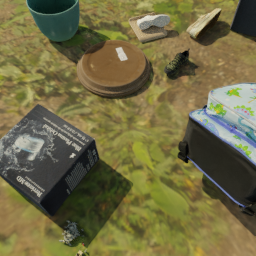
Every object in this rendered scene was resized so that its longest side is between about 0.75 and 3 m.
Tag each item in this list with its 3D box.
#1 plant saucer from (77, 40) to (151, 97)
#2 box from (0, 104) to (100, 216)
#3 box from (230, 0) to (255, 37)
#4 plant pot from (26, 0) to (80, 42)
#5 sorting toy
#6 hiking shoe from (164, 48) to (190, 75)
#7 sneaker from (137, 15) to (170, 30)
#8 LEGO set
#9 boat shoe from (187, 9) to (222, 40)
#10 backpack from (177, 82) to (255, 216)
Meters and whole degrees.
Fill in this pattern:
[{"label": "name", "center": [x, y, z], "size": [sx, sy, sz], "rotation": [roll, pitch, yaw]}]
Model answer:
[{"label": "plant saucer", "center": [-0.480, -2.085, 9.277], "size": [2.490, 0.367, 2.490], "rotation": [0, 57, 0]}, {"label": "box", "center": [-2.089, 0.758, 7.048], "size": [1.931, 1.153, 1.964], "rotation": [30, 64, 18]}, {"label": "box", "center": [4.923, -5.008, 10.061], "size": [1.464, 2.077, 2.807], "rotation": [19, 59, 12]}, {"label": "plant pot", "center": [-2.482, -3.908, 9.788], "size": [1.730, 1.389, 1.730], "rotation": [0, 58, 0]}, {"label": "sorting toy", "center": [0.730, -3.706, 10.380], "size": [1.107, 0.218, 1.196], "rotation": [-18, 64, -11]}, {"label": "hiking shoe", "center": [1.598, -2.218, 9.222], "size": [0.429, 0.570, 1.133], "rotation": [39, 66, 21]}, {"label": "sneaker", "center": [0.912, -3.954, 10.224], "size": [1.199, 0.451, 0.530], "rotation": [-11, 46, -6]}, {"label": "LEGO set", "center": [-1.253, 2.530, 6.473], "size": [0.582, 0.254, 0.897], "rotation": [-40, 66, -22]}, {"label": "boat shoe", "center": [2.812, -3.916, 10.279], "size": [0.545, 0.605, 1.678], "rotation": [38, 71, 20]}, {"label": "backpack", "center": [2.962, 0.173, 6.512], "size": [2.734, 2.009, 2.502], "rotation": [-16, 43, -37]}]
